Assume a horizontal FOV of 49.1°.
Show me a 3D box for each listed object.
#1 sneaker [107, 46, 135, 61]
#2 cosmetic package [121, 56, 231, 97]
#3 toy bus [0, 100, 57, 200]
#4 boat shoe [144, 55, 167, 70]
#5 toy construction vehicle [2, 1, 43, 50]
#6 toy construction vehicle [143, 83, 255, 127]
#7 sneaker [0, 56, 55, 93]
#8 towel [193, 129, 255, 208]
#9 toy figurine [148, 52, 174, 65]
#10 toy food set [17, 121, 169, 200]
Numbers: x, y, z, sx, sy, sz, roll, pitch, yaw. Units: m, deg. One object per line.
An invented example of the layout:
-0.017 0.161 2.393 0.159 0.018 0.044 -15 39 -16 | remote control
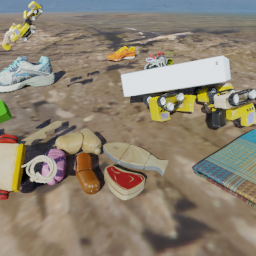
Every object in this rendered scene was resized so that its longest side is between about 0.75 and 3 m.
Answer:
-0.376 -3.898 14.621 1.805 0.696 0.659 -25 37 -37 | sneaker
1.574 -1.585 8.725 2.943 0.760 2.219 -6 6 25 | cosmetic package
-2.577 0.760 5.072 2.059 1.128 2.182 -41 77 -14 | toy bus
1.136 -2.387 11.423 0.976 0.903 2.643 11 29 21 | boat shoe
-2.644 -2.556 6.943 1.177 0.415 1.025 -34 45 21 | toy construction vehicle
2.365 -0.600 7.997 2.965 1.044 2.581 -16 15 -35 | toy construction vehicle
-4.201 -2.136 10.632 2.728 1.178 1.059 -17 32 -30 | sneaker
3.001 0.797 5.949 2.750 0.298 2.017 -23 35 -35 | towel
1.472 -3.412 13.720 1.343 0.708 0.804 -10 23 -20 | toy figurine
-0.802 0.761 5.896 2.923 0.460 1.858 22 34 22 | toy food set
